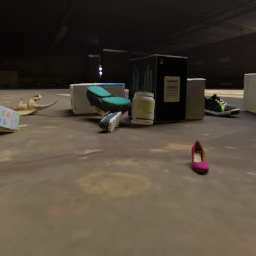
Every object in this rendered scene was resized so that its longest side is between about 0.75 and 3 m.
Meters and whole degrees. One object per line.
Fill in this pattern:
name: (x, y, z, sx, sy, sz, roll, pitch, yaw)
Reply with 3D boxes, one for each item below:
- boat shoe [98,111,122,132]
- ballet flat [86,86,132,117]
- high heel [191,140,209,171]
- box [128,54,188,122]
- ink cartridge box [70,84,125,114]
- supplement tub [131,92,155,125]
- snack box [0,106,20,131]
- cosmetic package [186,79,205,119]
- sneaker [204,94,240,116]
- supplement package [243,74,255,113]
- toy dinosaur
boat shoe: (-0.501, -0.206, 8.232, 0.414, 0.501, 1.339, 13, 21, 10)
ballet flat: (-0.686, -0.784, 9.933, 0.992, 0.992, 2.714, -6, 22, -32)
high heel: (1.158, 0.454, 4.568, 0.259, 0.369, 0.767, 0, 10, 0)
box: (0.995, -1.412, 10.118, 1.297, 2.173, 2.209, -3, 9, -25)
ink cartridge box: (-1.505, -1.421, 12.851, 2.159, 1.266, 2.948, -3, 8, -13)
supplement tub: (0.475, -0.610, 8.796, 0.697, 0.962, 0.697, 5, -2, 0)
snack box: (-4.275, -0.325, 7.264, 2.250, 0.596, 1.600, 2, -8, 11)
cosmetic package: (2.377, -1.076, 10.310, 0.785, 1.470, 0.663, 0, 10, -1)
sneaker: (3.605, -0.960, 11.500, 0.734, 0.848, 2.047, -7, 12, -35)
supplement package: (6.187, -1.448, 11.784, 1.724, 1.703, 2.843, 1, 10, 4)
toy dinosaur: (-4.132, -0.857, 11.938, 2.859, 0.832, 1.446, -7, 25, 4)
